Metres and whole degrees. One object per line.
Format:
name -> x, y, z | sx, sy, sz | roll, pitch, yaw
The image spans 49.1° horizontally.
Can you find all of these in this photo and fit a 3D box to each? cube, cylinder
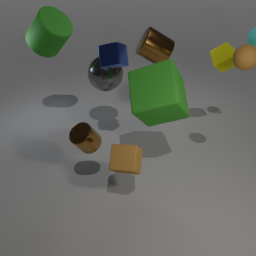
cube -> 3.598, -2.624, 10.451 | 0.700, 0.700, 0.700 | -26, -27, 38
cylinder -> -1.217, 0.294, 8.050 | 0.700, 0.700, 0.700 | -11, 58, 19
cube -> -0.046, 0.854, 7.586 | 0.700, 0.700, 0.700 | 2, -15, 17
cylinder -> -3.081, -3.725, 10.957 | 1.400, 1.400, 1.400 | -34, 2, 44
cylinder -> 1.299, -3.907, 13.526 | 1.400, 1.400, 1.400 | 26, 26, -16
cube -> 0.947, -1.007, 8.540 | 1.400, 1.400, 1.400 | -13, 69, 21
cube -> -0.463, -2.321, 9.038 | 0.700, 0.700, 0.700 | -4, 5, 25

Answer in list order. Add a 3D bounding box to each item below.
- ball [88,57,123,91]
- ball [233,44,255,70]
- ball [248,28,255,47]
ball -> -0.894, -2.158, 11.094 | 1.400, 1.400, 1.400 | 0, 30, 0
ball -> 3.272, -1.953, 7.754 | 0.700, 0.700, 0.700 | 0, 30, 0
ball -> 4.629, -3.229, 9.955 | 0.700, 0.700, 0.700 | 0, 30, 0
